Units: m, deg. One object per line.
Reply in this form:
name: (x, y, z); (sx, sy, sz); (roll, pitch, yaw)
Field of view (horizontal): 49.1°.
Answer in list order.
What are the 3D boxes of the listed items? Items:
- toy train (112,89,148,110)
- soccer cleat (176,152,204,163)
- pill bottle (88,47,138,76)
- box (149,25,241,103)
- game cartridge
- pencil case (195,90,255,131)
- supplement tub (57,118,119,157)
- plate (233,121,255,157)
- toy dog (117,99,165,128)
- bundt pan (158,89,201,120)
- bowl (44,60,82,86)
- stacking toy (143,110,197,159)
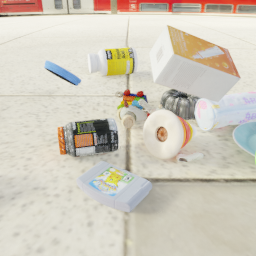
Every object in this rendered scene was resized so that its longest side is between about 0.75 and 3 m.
toy train: (-0.153, -1.028, 11.421); (1.717, 0.727, 0.994); (10, 46, 28)
soccer cleat: (1.802, 0.879, 8.124); (0.779, 0.270, 0.302); (-4, 32, 7)
pill bottle: (-0.864, -3.655, 15.486); (2.588, 1.440, 1.440); (-8, 29, -12)
box: (2.020, -1.951, 8.704); (2.375, 1.158, 1.477); (13, 48, -21)
game cartridge: (-0.404, 1.427, 7.010); (1.711, 0.346, 1.141); (18, 36, 31)
pencil case: (3.837, -0.641, 9.981); (2.839, 1.180, 1.288); (-9, 17, -15)
supplement tub: (-1.187, 0.289, 8.351); (1.727, 1.058, 1.058); (-6, 28, -12)
plate: (4.697, 0.534, 8.655); (2.822, 0.361, 2.822); (-1, 28, 0)
toy dog: (0.457, -0.696, 10.372); (1.925, 0.927, 1.270); (-23, 35, -36)
bundt pan: (2.232, -1.081, 11.322); (1.990, 0.747, 1.990); (0, 27, 0)
bowl: (-2.612, -2.154, 11.155); (1.576, 0.309, 1.576); (29, -1, 1)
stacking toy: (1.573, 0.159, 8.738); (1.975, 1.443, 1.443); (-3, 22, -45)
